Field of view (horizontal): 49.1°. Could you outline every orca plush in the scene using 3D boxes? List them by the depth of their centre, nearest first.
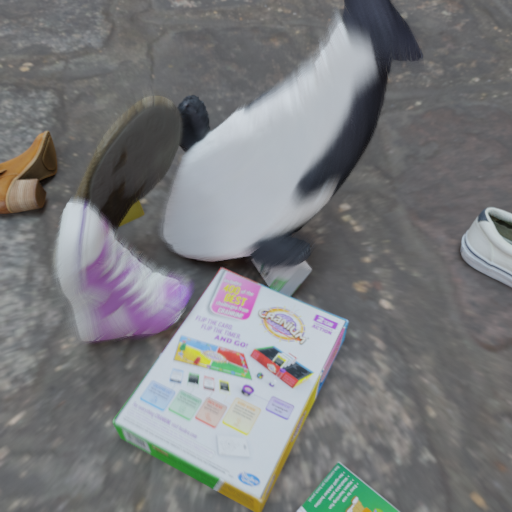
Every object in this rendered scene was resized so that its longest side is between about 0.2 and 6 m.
[{"bbox_3d":[0.355,-1.507,6.896,2.369,4.502,1.600,39,46,11],"label":"orca plush"}]

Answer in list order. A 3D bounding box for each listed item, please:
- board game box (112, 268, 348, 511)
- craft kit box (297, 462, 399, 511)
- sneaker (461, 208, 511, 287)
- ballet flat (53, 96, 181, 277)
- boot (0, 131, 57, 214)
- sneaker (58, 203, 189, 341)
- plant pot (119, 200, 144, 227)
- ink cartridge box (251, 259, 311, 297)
[{"bbox_3d":[-0.209,1.454,6.715,1.866,0.492,2.439,22,54,17],"label":"board game box"},{"bbox_3d":[0.914,3.376,5.052,2.111,0.519,2.138,34,58,29],"label":"craft kit box"},{"bbox_3d":[4.036,0.165,7.505,2.538,0.898,0.927,25,55,19],"label":"sneaker"},{"bbox_3d":[-1.892,-0.808,7.123,1.024,3.041,0.705,-2,48,-44],"label":"ballet flat"},{"bbox_3d":[-3.979,-1.346,9.005,1.322,0.653,1.702,-3,58,3],"label":"boot"},{"bbox_3d":[-1.461,0.208,6.440,1.360,2.386,0.865,-1,59,-7],"label":"sneaker"},{"bbox_3d":[-2.198,-0.920,8.529,0.672,0.692,0.677,-28,56,-21],"label":"plant pot"},{"bbox_3d":[0.331,0.125,7.672,0.317,0.550,0.753,15,29,-44],"label":"ink cartridge box"}]
